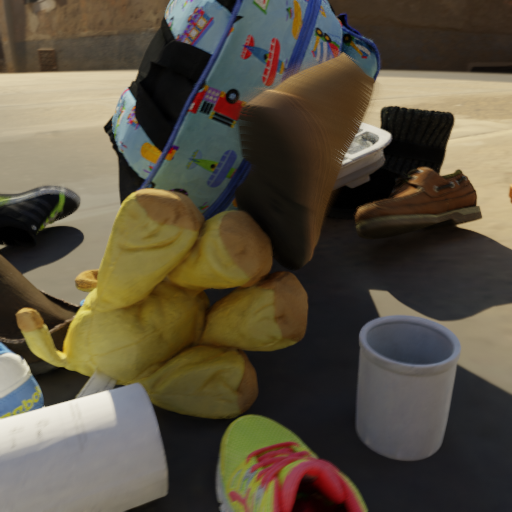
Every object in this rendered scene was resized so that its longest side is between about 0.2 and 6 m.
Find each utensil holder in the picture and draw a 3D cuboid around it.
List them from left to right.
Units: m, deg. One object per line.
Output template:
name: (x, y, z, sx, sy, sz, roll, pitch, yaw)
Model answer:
utensil holder: (1.396, 1.242, 5.328, 0.908, 1.068, 0.908, 1, 23, 0)

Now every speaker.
speaker: (-1.939, 1.740, 4.245, 2.441, 0.991, 0.991, -11, 25, -25)

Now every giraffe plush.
giraffe plush: (-1.043, 0.538, 6.282, 2.773, 2.392, 2.248, -37, 15, 2)

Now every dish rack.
dish rack: (0.482, -1.689, 11.476, 3.920, 0.853, 3.364, -24, 30, -10)

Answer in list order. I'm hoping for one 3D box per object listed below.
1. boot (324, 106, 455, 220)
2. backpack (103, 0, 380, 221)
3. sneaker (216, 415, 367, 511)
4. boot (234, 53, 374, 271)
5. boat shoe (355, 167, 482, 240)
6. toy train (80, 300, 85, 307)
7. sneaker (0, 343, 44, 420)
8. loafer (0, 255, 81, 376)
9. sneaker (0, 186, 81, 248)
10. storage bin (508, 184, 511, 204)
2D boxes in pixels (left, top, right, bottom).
boot: (2.429, -1.946, 11.420, 2.940, 2.198, 1.106, 0, 23, 0)
backpack: (-0.247, -2.111, 7.764, 2.958, 4.015, 4.398, 26, 17, -19)
sneaker: (0.328, 1.777, 4.073, 0.919, 1.062, 2.351, -10, 23, -20)
boot: (0.464, -0.720, 5.351, 1.048, 2.846, 1.074, 43, 72, 12)
boat shoe: (2.802, -0.973, 9.980, 3.162, 1.075, 1.138, -8, -5, -42)
toy train: (-2.083, 0.828, 7.298, 0.780, 0.338, 0.446, 10, 34, 16)
sneaker: (-2.955, 1.160, 5.522, 2.396, 0.985, 0.886, 6, 29, 32)
loafer: (-3.336, 0.557, 6.855, 3.179, 1.134, 1.160, 11, 25, 25)
sneaker: (-4.182, -0.553, 10.153, 1.041, 0.902, 2.515, 53, 36, 13)
storage bin: (6.133, -1.580, 11.632, 1.505, 1.389, 2.068, 8, 23, 18)
